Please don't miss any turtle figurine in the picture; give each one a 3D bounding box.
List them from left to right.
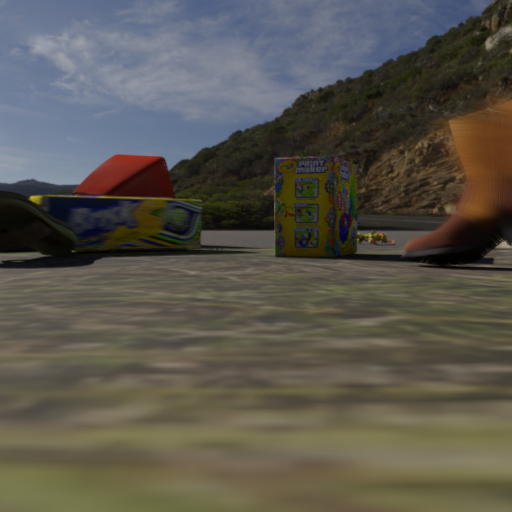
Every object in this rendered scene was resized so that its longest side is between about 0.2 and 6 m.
[{"bbox_3d":[3.312,-0.526,16.092,1.053,0.421,1.306,3,4,40],"label":"turtle figurine"}]

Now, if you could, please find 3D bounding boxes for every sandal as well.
[{"bbox_3d":[-3.904,-0.381,9.228,1.055,0.758,2.657,-15,-22,20],"label":"sandal"}]

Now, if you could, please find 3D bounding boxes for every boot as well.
[{"bbox_3d":[2.863,-1.004,7.679,1.962,2.084,0.714,-19,-24,38],"label":"boot"}]

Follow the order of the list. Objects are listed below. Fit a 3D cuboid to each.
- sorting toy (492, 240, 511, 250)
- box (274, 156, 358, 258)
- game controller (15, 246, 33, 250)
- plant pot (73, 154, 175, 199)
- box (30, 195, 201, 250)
[{"bbox_3d":[5.794,-0.346,13.796,2.166,0.319,1.601,3,5,39],"label":"sorting toy"},{"bbox_3d":[1.160,-0.892,10.537,1.122,1.772,1.840,1,4,23],"label":"box"},{"bbox_3d":[-5.090,-0.415,12.800,1.436,0.580,2.753,2,5,37],"label":"game controller"},{"bbox_3d":[-3.732,-1.451,15.752,2.236,2.238,1.973,10,33,38],"label":"plant pot"},{"bbox_3d":[-2.943,-0.712,11.928,3.404,1.095,1.193,-2,6,-29],"label":"box"}]
